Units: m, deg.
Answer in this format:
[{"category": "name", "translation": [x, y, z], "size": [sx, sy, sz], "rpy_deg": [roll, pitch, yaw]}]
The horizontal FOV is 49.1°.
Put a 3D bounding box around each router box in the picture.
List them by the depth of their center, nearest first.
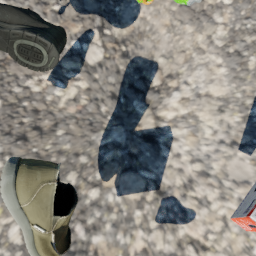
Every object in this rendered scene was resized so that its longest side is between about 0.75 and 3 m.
[{"category": "router box", "translation": [2.767, 1.193, 5.387], "size": [0.415, 1.526, 1.700], "rpy_deg": [37, 79, 17]}]

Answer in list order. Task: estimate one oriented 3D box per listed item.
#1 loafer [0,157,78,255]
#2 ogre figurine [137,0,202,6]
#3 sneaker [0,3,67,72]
[{"category": "loafer", "translation": [-1.391, 1.602, 5.157], "size": [0.976, 2.803, 1.054], "rpy_deg": [-6, 46, -1]}, {"category": "ogre figurine", "translation": [0.506, -3.455, 5.844], "size": [1.401, 2.856, 1.712], "rpy_deg": [-35, 39, 14]}, {"category": "sneaker", "translation": [-2.548, -2.110, 5.815], "size": [2.694, 1.023, 1.223], "rpy_deg": [25, 43, -7]}]
